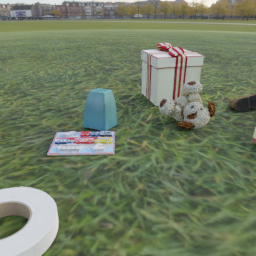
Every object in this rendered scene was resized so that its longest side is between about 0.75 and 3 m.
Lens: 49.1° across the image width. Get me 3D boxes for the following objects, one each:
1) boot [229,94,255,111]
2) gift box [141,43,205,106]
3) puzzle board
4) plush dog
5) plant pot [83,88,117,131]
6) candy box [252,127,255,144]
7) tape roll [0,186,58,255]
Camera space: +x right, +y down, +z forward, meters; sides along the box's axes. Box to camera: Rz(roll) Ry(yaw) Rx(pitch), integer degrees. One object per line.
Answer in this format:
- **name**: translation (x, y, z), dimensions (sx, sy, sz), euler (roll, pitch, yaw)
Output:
- **boot**: translation (5.078, -1.120, 11.404), dimensions (1.973, 0.726, 0.745), euler (-7, 14, -11)
- **gift box**: translation (1.954, -2.472, 12.317), dimensions (2.497, 2.332, 2.304), euler (-10, 26, -18)
- **puzzle board**: translation (-1.348, 0.418, 8.507), dimensions (1.889, 0.164, 1.424), euler (-1, 24, -2)
- **plush dog**: translation (2.169, -0.555, 9.776), dimensions (1.751, 1.405, 1.504), euler (-34, 46, -5)
- **plant pot**: translation (-0.923, -0.671, 9.515), dimensions (0.885, 1.252, 0.885), euler (11, 20, 23)
- **candy box**: translation (4.920, 0.198, 8.489), dimensions (2.018, 0.558, 1.165), euler (-14, 29, -30)
- **tape roll**: translation (-2.287, 1.799, 5.147), dimensions (1.984, 0.363, 1.984), euler (0, 23, 0)
